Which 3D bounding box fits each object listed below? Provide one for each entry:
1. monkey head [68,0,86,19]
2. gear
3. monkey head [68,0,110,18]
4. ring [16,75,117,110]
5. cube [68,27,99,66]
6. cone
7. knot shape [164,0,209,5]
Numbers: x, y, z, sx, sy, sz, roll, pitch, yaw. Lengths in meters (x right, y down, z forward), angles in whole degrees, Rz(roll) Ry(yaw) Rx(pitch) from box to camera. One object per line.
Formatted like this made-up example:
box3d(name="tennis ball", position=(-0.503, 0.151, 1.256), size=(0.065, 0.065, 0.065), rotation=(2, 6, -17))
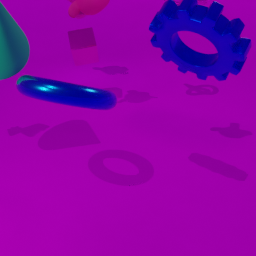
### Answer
box3d(name="monkey head", position=(-1.967, -4.909, 10.363), size=(1.959, 1.410, 1.181), rotation=(0, -6, 39))
box3d(name="gear", position=(1.035, -1.272, 4.205), size=(1.482, 1.482, 0.274), rotation=(21, 74, 31))
box3d(name="monkey head", position=(-1.034, -3.675, 7.569), size=(1.569, 1.129, 0.945), rotation=(-35, 15, 14))
box3d(name="ring", position=(-1.065, -0.633, 5.027), size=(1.765, 0.353, 1.765), rotation=(11, 7, -1))
box3d(name="cube", position=(-1.475, -2.693, 9.321), size=(0.828, 0.828, 0.828), rotation=(-12, 66, -5))
box3d(name="cone", position=(-2.607, -2.009, 5.229), size=(1.681, 1.681, 1.687), rotation=(-21, -7, -31))
box3d(name="knot shape", position=(1.694, -3.955, 8.217), size=(1.419, 0.701, 1.517), rotation=(7, 10, -4))
